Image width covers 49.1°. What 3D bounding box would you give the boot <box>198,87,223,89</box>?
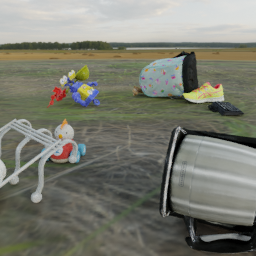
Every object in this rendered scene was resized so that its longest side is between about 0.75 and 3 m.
[{"bbox_3d":[4.258,-1.982,14.634,1.278,0.419,1.053,0,15,16],"label":"boot"}]

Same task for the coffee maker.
[{"bbox_3d":[1.802,0.702,3.838,2.241,1.509,2.152,8,18,23],"label":"coffee maker"}]

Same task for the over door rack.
[{"bbox_3d":[-2.430,0.794,4.859,1.942,0.875,2.628,17,36,42],"label":"over door rack"}]

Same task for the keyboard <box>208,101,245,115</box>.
[{"bbox_3d":[3.712,-0.798,10.915,1.092,0.233,1.818,-2,16,4],"label":"keyboard"}]

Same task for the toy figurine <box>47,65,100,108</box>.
[{"bbox_3d":[-1.941,-1.453,12.019,1.700,1.496,2.837,33,32,-3],"label":"toy figurine"}]

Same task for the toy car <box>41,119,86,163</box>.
[{"bbox_3d":[-1.465,0.254,6.325,0.831,0.901,0.797,3,17,10],"label":"toy car"}]

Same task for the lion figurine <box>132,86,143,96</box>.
[{"bbox_3d":[0.687,-1.882,14.242,1.135,0.411,0.695,-4,23,-26],"label":"lion figurine"}]

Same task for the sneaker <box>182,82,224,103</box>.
[{"bbox_3d":[3.307,-1.586,12.398,1.976,0.892,0.772,-5,17,-14],"label":"sneaker"}]

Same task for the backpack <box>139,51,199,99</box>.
[{"bbox_3d":[1.880,-2.422,13.321,2.644,2.207,1.674,2,20,26],"label":"backpack"}]

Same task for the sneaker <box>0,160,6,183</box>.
[{"bbox_3d":[-3.179,0.946,4.185,2.421,0.851,0.970,-7,28,-13],"label":"sneaker"}]
